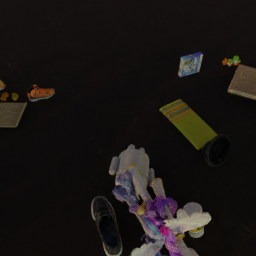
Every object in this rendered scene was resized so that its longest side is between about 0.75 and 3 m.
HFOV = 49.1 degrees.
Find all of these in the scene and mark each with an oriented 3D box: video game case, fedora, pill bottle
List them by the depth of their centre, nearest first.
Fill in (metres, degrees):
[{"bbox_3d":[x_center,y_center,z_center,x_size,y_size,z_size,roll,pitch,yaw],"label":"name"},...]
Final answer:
[{"bbox_3d":[1.737,2.420,7.337,0.482,0.844,0.482,-12,26,6],"label":"pill bottle"},{"bbox_3d":[2.828,0.688,9.177,1.124,1.124,0.513,-25,20,-23],"label":"fedora"},{"bbox_3d":[2.786,-2.823,12.489,1.029,0.933,0.234,-19,48,-17],"label":"video game case"}]

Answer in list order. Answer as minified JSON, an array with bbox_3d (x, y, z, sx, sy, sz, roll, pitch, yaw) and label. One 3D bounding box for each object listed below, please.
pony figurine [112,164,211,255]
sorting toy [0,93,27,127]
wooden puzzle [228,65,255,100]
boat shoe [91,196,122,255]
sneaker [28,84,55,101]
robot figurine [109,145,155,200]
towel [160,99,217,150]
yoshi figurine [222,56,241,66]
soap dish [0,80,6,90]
[{"bbox_3d":[0.743,2.275,6.465,2.431,2.818,2.920,-41,52,9],"label":"pony figurine"},{"bbox_3d":[-4.682,-0.694,10.908,1.435,0.258,1.927,-2,45,4],"label":"sorting toy"},{"bbox_3d":[5.505,-1.682,11.675,2.287,0.572,2.469,21,45,19],"label":"wooden puzzle"},{"bbox_3d":[-0.596,2.511,7.473,0.621,0.589,1.777,-11,46,-11],"label":"boat shoe"},{"bbox_3d":[-3.540,-1.508,11.415,1.103,0.618,0.428,-24,50,-22],"label":"sneaker"},{"bbox_3d":[0.136,1.312,8.394,1.438,0.957,1.696,16,45,-10],"label":"robot figurine"},{"bbox_3d":[2.232,-0.176,10.431,1.018,0.214,2.365,-25,51,-16],"label":"towel"},{"bbox_3d":[4.922,-3.225,13.254,0.807,0.452,0.453,-4,39,-8],"label":"yoshi figurine"},{"bbox_3d":[-5.903,-1.819,11.843,1.102,0.448,0.867,-34,54,-28],"label":"soap dish"}]
